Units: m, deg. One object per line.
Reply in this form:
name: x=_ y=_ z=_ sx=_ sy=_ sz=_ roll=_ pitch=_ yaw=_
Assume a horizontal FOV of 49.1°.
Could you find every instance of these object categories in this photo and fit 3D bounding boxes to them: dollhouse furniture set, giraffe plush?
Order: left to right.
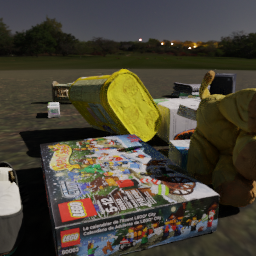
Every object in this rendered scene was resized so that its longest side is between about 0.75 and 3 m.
dollhouse furniture set: x=-2.522 y=-1.810 z=13.772 sx=1.830 sy=1.017 sz=1.618 roll=4 pitch=15 yaw=13
giraffe plush: x=2.144 y=0.160 z=4.882 sx=1.845 sy=1.963 sz=2.275 roll=8 pitch=29 yaw=-20

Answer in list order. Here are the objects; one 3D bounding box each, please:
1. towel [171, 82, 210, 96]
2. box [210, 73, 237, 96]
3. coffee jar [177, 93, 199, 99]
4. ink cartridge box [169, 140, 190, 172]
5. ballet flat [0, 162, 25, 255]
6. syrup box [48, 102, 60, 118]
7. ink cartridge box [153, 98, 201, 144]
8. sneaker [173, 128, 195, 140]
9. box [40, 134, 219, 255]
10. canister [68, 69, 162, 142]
towel: x=3.480 y=-2.126 z=15.528 sx=1.461 sy=0.755 sz=1.764 roll=-8 pitch=16 yaw=-31
box: x=4.401 y=-1.789 z=12.945 sx=0.984 sy=1.395 sz=1.886 roll=6 pitch=15 yaw=24
coffee jar: x=2.687 y=-0.865 z=10.477 sx=1.613 sy=0.688 sz=0.841 roll=5 pitch=-23 yaw=18
ink cartridge box: x=1.483 y=0.560 z=5.705 sx=1.128 sy=0.472 sz=0.818 roll=-2 pitch=15 yaw=-9
ballet flat: x=-1.777 y=0.947 z=3.830 sx=0.631 sy=0.635 sz=1.857 roll=3 pitch=13 yaw=-26
syrup box: x=-2.826 y=-0.695 z=10.665 sx=0.412 sy=0.426 sz=1.047 roll=-4 pitch=14 yaw=-13
ink cartridge box: x=1.870 y=-0.295 z=8.006 sx=2.301 sy=0.970 sz=1.681 roll=-4 pitch=15 yaw=-17
sneaker: x=1.970 y=0.224 z=6.589 sx=1.989 sy=0.749 sz=0.780 roll=0 pitch=10 yaw=-8
box: x=-0.289 y=0.822 z=4.534 sx=2.016 sy=0.556 sz=2.952 roll=-5 pitch=15 yaw=-19
canister: x=-0.469 y=-0.602 z=7.480 sx=1.039 sy=1.783 sz=2.401 roll=-48 pitch=29 yaw=-20
